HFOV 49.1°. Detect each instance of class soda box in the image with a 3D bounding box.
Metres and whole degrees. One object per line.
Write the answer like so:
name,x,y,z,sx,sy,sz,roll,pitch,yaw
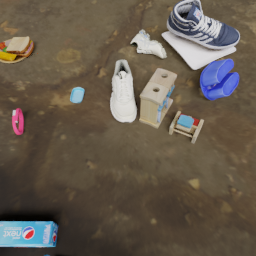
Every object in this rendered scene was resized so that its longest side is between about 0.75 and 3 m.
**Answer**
soda box,-2.958,2.917,7.683,1.917,0.650,0.615,1,63,1

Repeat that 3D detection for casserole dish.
casserole dish,-1.947,-1.238,10.788,0.477,0.153,0.787,5,57,3

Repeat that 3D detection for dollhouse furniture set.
dollhouse furniture set,1.661,-0.791,9.684,2.102,1.482,1.473,23,59,16

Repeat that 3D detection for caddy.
caddy,3.372,-1.818,10.528,0.913,1.230,1.740,-3,33,51

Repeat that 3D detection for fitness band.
fitness band,-3.797,-0.231,9.724,0.181,0.693,0.965,-8,56,-3

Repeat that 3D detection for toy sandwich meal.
toy sandwich meal,-4.921,-3.429,11.982,1.704,0.584,1.704,0,56,0

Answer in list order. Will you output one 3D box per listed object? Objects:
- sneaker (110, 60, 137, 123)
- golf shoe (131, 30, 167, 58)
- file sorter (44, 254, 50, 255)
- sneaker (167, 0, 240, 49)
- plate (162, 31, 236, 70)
sneaker,-0.199,-1.396,10.365,0.988,1.066,2.630,-4,58,-5
golf shoe,0.869,-3.390,12.028,0.899,0.724,1.849,-41,58,-5
file sorter,-0.985,3.978,6.549,2.322,1.424,1.611,7,56,5
sneaker,3.003,-3.990,10.817,2.987,1.621,1.047,17,86,4
plate,3.029,-3.614,12.153,2.376,0.384,2.371,-27,64,-18
